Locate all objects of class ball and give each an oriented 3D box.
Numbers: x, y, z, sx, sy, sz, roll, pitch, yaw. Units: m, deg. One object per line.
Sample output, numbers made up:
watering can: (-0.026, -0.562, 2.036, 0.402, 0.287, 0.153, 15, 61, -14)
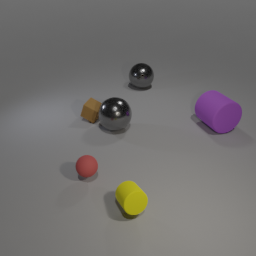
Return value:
ball: (-1.297, 1.200, 8.818, 0.700, 0.700, 0.700, 0, 30, 0)
ball: (0.742, -2.898, 15.570, 1.400, 1.400, 1.400, 0, 30, 0)
ball: (-0.539, -0.572, 11.568, 1.400, 1.400, 1.400, 0, 30, 0)

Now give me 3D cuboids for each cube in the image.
cube: (-1.578, -0.784, 12.369, 0.700, 0.700, 0.700, 28, 40, 4)

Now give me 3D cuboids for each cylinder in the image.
cylinder: (0.088, 1.897, 7.656, 0.700, 0.700, 0.700, -12, 18, -19)
cylinder: (3.758, -0.699, 11.752, 1.400, 1.400, 1.400, -10, 31, -17)
